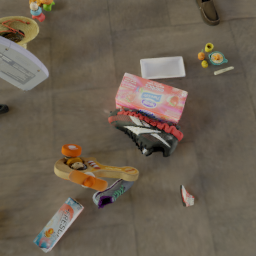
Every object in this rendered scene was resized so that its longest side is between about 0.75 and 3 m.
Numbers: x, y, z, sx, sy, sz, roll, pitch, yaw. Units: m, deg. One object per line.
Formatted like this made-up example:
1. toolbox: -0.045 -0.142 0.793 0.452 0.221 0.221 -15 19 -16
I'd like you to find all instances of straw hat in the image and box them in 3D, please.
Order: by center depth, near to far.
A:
1. straw hat: -4.793 -3.584 11.711 2.529 1.070 2.529 1 48 -2

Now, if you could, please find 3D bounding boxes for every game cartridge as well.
1. game cartridge: -4.236 -2.360 10.457 1.560 2.340 0.474 -23 54 26

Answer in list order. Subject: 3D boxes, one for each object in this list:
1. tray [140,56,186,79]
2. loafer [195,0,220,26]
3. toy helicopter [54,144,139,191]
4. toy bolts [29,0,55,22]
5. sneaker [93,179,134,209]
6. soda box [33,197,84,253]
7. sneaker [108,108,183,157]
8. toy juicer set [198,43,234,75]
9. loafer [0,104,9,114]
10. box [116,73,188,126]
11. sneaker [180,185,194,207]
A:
1. tray: 1.460 -2.507 11.836 1.811 0.201 0.973 -5 73 -2
2. loafer: 3.541 -5.365 12.515 0.666 0.651 1.824 -23 74 -7
3. toy helicopter: -1.040 1.503 9.651 2.929 1.937 1.155 7 104 -10
4. toy bolts: -4.042 -5.548 12.461 1.192 0.866 1.248 19 73 6
5. sneaker: -0.419 2.344 9.901 1.601 0.701 0.596 -28 116 -12
6. soda box: -2.368 3.328 9.723 0.593 0.637 1.864 36 76 11
7. sneaker: 0.522 0.239 10.500 2.944 1.040 1.438 20 71 5
8. toy juicer set: 3.640 -2.832 11.828 0.973 0.416 1.530 -40 77 -12
9. loafer: -5.450 -0.646 11.090 1.357 0.476 0.461 -20 73 -6
10. box: 0.873 -1.017 10.793 2.491 1.278 1.179 19 73 5
11. sneaker: 2.162 2.447 10.215 0.419 0.261 0.781 -8 76 -4
